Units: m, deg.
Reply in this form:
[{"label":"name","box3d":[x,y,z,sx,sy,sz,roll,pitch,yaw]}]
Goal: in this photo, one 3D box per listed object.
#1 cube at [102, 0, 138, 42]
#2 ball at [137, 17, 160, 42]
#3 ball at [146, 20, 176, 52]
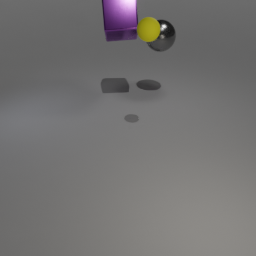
[{"label":"cube","box3d":[-0.330,-4.641,11.976,1.400,1.400,1.400,-5,0,-1]},{"label":"ball","box3d":[0.613,-2.944,8.378,0.700,0.700,0.700,0,32,0]},{"label":"ball","box3d":[1.477,-4.193,12.763,1.400,1.400,1.400,0,32,0]}]
